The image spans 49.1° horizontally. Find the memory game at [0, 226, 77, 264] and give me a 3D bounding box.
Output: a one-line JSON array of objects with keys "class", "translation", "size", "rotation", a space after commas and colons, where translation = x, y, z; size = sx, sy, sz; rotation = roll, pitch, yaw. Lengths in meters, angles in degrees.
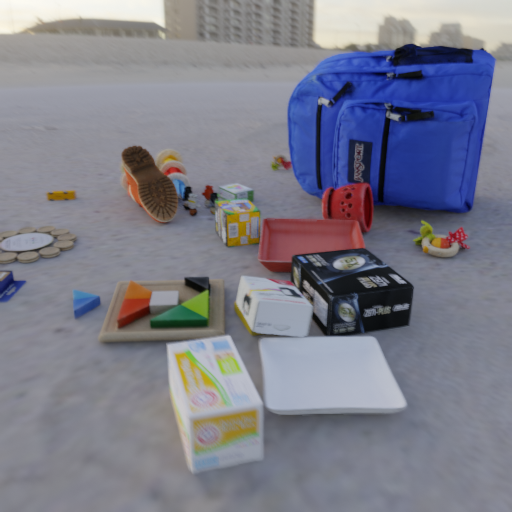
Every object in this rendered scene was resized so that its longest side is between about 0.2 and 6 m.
[{"class": "memory game", "translation": [-4.986, -0.257, 12.230], "size": [2.082, 0.133, 2.082], "rotation": [0, 23, 0]}]

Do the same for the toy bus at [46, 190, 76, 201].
[{"class": "toy bus", "translation": [-5.419, -1.685, 15.568], "size": [0.741, 0.241, 0.290], "rotation": [-3, 22, -7]}]

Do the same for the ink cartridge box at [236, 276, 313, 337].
[{"class": "ink cartridge box", "translation": [0.260, 0.750, 8.562], "size": [0.867, 0.492, 1.189], "rotation": [7, 14, -16]}]

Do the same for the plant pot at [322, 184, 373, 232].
[{"class": "plant pot", "translation": [2.124, -1.093, 13.037], "size": [1.026, 1.126, 1.126], "rotation": [-2, 20, 24]}]

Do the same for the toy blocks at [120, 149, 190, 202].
[{"class": "toy blocks", "translation": [-2.836, -2.059, 15.723], "size": [1.881, 0.819, 2.257], "rotation": [-13, 39, -8]}]

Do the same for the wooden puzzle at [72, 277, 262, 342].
[{"class": "wooden puzzle", "translation": [-1.455, 0.801, 9.318], "size": [3.320, 0.388, 2.240], "rotation": [-4, 22, -9]}]

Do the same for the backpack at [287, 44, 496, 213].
[{"class": "backpack", "translation": [3.250, -3.293, 14.486], "size": [4.997, 4.061, 4.193], "rotation": [10, 29, 20]}]

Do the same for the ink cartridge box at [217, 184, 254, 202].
[{"class": "ink cartridge box", "translation": [-0.641, -1.764, 15.625], "size": [0.608, 0.347, 1.171], "rotation": [-15, 26, -32]}]

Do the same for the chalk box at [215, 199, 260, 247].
[{"class": "chalk box", "translation": [-0.469, -0.812, 12.698], "size": [0.799, 0.803, 1.291], "rotation": [-7, 25, -16]}]

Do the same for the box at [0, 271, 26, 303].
[{"class": "box", "translation": [-5.096, 0.541, 10.143], "size": [1.548, 0.251, 0.938], "rotation": [2, 22, 0]}]

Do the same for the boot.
[{"class": "boot", "translation": [-2.689, -1.562, 14.379], "size": [0.932, 1.332, 2.484], "rotation": [-18, 56, -22]}]

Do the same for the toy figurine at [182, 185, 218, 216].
[{"class": "toy figurine", "translation": [-1.429, -1.397, 14.464], "size": [0.893, 0.621, 0.879], "rotation": [-7, 29, -20]}]

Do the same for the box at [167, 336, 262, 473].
[{"class": "box", "translation": [-0.524, 1.687, 6.625], "size": [0.852, 0.768, 1.515], "rotation": [-7, 23, -16]}]

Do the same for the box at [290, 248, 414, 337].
[{"class": "box", "translation": [1.533, 0.560, 9.392], "size": [1.444, 0.759, 1.763], "rotation": [-5, 23, -15]}]

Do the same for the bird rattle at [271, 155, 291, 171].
[{"class": "bird rattle", "translation": [0.823, -3.106, 18.694], "size": [0.711, 0.580, 0.401], "rotation": [-8, 40, 4]}]

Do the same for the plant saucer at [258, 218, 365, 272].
[{"class": "plant saucer", "translation": [1.137, -0.188, 11.572], "size": [2.112, 0.388, 2.108], "rotation": [2, 27, 2]}]

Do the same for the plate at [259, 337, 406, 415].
[{"class": "plate", "translation": [0.929, 1.606, 7.455], "size": [1.709, 0.277, 1.713], "rotation": [0, 21, -3]}]

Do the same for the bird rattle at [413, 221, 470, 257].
[{"class": "bird rattle", "translation": [3.942, -0.235, 11.907], "size": [1.155, 0.651, 0.942], "rotation": [18, 37, 9]}]
